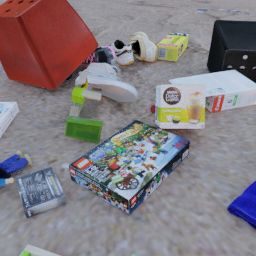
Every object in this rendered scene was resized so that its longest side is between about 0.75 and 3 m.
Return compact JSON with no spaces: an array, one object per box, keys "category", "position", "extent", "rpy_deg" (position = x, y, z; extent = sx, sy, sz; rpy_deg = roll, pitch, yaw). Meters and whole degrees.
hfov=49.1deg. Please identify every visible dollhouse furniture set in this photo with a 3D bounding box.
[{"category":"dollhouse furniture set","position":[-1.107,-0.607,7.791],"extent":[0.891,1.154,2.308],"rpy_deg":[10,33,-8]}]

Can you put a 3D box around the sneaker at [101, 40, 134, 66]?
[{"category":"sneaker","position":[-0.526,-3.459,12.305],"extent":[2.118,0.928,0.801],"rpy_deg":[27,43,38]}]

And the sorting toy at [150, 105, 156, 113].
[{"category":"sorting toy","position":[0.986,-0.638,8.584],"extent":[0.759,0.263,0.261],"rpy_deg":[-13,11,-17]}]

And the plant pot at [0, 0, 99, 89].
[{"category":"plant pot","position":[-3.132,-3.283,9.796],"extent":[2.703,2.382,2.701],"rpy_deg":[16,56,32]}]

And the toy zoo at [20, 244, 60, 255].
[{"category":"toy zoo","position":[-1.294,2.608,3.393],"extent":[1.470,0.229,2.241],"rpy_deg":[10,34,17]}]

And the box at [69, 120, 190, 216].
[{"category":"box","position":[0.110,0.701,6.217],"extent":[1.597,0.441,2.338],"rpy_deg":[23,39,31]}]

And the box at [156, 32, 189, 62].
[{"category":"box","position":[2.121,-3.868,13.157],"extent":[1.011,0.673,2.687],"rpy_deg":[12,35,19]}]

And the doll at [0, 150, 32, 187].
[{"category":"doll","position":[-2.694,0.972,5.904],"extent":[0.917,0.326,1.344],"rpy_deg":[18,37,28]}]

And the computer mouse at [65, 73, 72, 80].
[{"category":"computer mouse","position":[-2.896,-2.469,11.228],"extent":[0.711,0.413,2.425],"rpy_deg":[-21,39,-31]}]

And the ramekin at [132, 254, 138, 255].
[{"category":"ramekin","position":[0.225,2.208,2.813],"extent":[0.774,1.584,1.584],"rpy_deg":[12,34,10]}]

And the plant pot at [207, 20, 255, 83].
[{"category":"plant pot","position":[4.033,-2.609,10.193],"extent":[1.978,1.973,1.754],"rpy_deg":[6,42,9]}]

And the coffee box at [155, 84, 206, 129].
[{"category":"coffee box","position":[1.322,-0.588,7.309],"extent":[1.106,1.095,1.107],"rpy_deg":[0,7,0]}]

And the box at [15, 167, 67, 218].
[{"category":"box","position":[-1.741,1.241,5.560],"extent":[0.772,0.235,0.974],"rpy_deg":[-17,36,-24]}]

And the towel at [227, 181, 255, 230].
[{"category":"towel","position":[2.538,1.415,5.241],"extent":[1.159,0.287,0.856],"rpy_deg":[-26,41,-34]}]

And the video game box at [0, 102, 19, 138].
[{"category":"video game box","position":[-4.114,-0.242,7.761],"extent":[1.673,0.392,1.524],"rpy_deg":[0,30,0]}]

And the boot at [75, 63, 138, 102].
[{"category":"boot","position":[-0.564,-1.609,9.113],"extent":[2.310,0.850,1.104],"rpy_deg":[17,63,24]}]

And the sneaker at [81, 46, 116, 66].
[{"category":"sneaker","position":[-1.558,-2.781,10.953],"extent":[1.301,1.078,2.728],"rpy_deg":[-13,29,-37]}]

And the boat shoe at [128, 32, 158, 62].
[{"category":"boat shoe","position":[0.456,-3.747,12.717],"extent":[0.895,0.954,2.587],"rpy_deg":[-7,33,-21]}]

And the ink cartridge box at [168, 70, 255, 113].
[{"category":"ink cartridge box","position":[2.693,-1.144,8.889],"extent":[2.567,0.646,1.399],"rpy_deg":[-11,38,-15]}]
